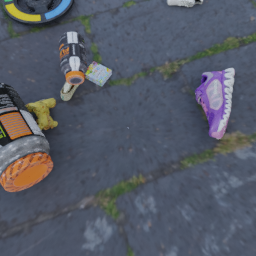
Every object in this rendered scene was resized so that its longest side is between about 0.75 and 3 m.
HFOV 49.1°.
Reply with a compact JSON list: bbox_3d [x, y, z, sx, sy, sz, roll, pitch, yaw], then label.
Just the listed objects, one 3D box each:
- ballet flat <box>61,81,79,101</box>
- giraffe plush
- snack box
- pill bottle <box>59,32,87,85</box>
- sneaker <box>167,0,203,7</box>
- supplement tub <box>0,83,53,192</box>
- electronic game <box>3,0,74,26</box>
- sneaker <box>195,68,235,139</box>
[{"bbox_3d":[-1.891,-1.564,9.532,0.477,0.441,1.414,14,64,7],"label":"ballet flat"},{"bbox_3d":[-2.648,-0.396,8.796,0.972,1.127,0.914,-17,97,-20],"label":"giraffe plush"},{"bbox_3d":[-1.061,-1.901,9.798,0.779,0.264,0.657,29,67,12],"label":"snack box"},{"bbox_3d":[-1.685,-2.118,8.669,0.817,0.817,1.538,-8,68,-4],"label":"pill bottle"},{"bbox_3d":[2.324,-5.200,11.278,1.554,0.579,0.677,-16,70,-7],"label":"sneaker"},{"bbox_3d":[-3.405,0.237,7.910,1.754,1.754,2.862,-31,68,-14],"label":"supplement tub"},{"bbox_3d":[-3.569,-5.176,11.231,2.819,0.587,2.819,0,64,0],"label":"electronic game"},{"bbox_3d":[2.685,-0.841,8.933,1.150,1.047,2.602,9,60,12],"label":"sneaker"}]
